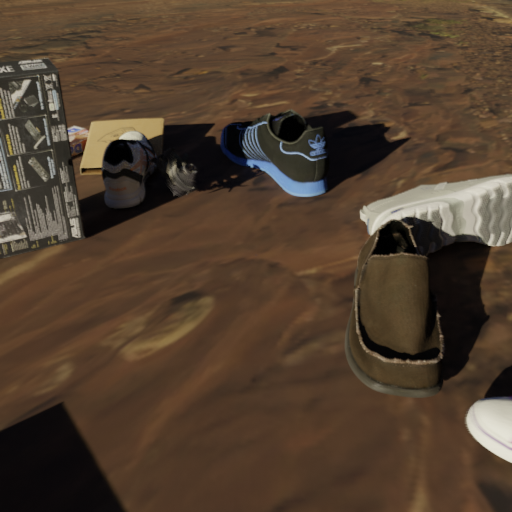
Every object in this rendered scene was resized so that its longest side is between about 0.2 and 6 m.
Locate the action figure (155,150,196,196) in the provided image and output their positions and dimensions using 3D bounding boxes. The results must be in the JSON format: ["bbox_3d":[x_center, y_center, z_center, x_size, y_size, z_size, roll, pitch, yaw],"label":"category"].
[{"bbox_3d":[-1.352,-1.436,10.004,1.008,0.599,0.514,50,16,24],"label":"action figure"}]

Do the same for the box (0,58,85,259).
[{"bbox_3d":[-3.770,-1.264,8.022,2.168,2.750,0.684,-16,39,-25],"label":"box"}]

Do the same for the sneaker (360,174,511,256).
[{"bbox_3d":[3.122,-0.835,8.861,3.079,1.151,1.263,-9,32,-13],"label":"sneaker"}]

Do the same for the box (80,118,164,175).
[{"bbox_3d":[-2.825,-2.373,12.026,1.633,0.212,1.997,-3,42,-4],"label":"box"}]

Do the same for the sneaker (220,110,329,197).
[{"bbox_3d":[0.333,-2.378,11.289,1.178,1.309,3.359,-20,36,-29],"label":"sneaker"}]

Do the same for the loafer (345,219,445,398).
[{"bbox_3d":[1.613,0.464,6.765,1.075,1.050,2.945,2,31,3],"label":"loafer"}]

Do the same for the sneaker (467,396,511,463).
[{"bbox_3d":[3.097,1.377,5.077,2.111,1.203,0.765,7,31,11],"label":"sneaker"}]

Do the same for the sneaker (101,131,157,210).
[{"bbox_3d":[-2.387,-1.875,10.576,0.885,0.960,2.400,-5,37,-3],"label":"sneaker"}]

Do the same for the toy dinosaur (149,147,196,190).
[{"bbox_3d":[-1.558,-1.651,10.776,0.607,0.806,1.576,-30,10,5],"label":"toy dinosaur"}]

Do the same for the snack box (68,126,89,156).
[{"bbox_3d":[-4.520,-2.251,12.057,0.899,0.304,2.502,17,35,26],"label":"snack box"}]
